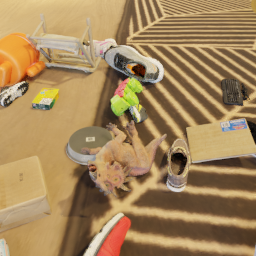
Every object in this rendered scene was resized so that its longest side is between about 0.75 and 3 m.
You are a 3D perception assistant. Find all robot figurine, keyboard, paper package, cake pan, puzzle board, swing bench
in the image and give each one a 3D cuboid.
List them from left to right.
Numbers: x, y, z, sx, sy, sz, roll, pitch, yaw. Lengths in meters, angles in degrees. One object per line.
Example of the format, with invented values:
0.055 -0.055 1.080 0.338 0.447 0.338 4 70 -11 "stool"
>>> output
-4.795 -2.899 11.606 2.108 1.709 2.931 -6 36 20 "robot figurine"
-2.712 1.560 6.856 1.410 0.765 1.479 -15 42 -18 "paper package"
-2.615 -3.391 11.958 2.304 2.316 1.503 9 59 14 "swing bench"
-1.130 0.465 8.587 1.560 0.286 1.560 0 39 0 "cake pan"
2.751 0.372 8.413 1.817 0.158 1.369 -9 45 12 "puzzle board"
4.237 -1.531 10.996 0.978 0.372 1.879 7 40 8 "keyboard"

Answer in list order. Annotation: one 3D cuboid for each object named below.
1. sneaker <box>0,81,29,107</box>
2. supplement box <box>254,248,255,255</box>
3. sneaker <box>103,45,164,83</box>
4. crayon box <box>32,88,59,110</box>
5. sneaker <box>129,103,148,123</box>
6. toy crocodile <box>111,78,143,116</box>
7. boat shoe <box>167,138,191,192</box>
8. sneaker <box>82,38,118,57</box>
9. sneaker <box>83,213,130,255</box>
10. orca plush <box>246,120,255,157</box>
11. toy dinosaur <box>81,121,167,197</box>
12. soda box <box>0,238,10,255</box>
-4.459 -1.395 10.699 0.697 0.512 1.542 17 44 16 "sneaker"
3.823 2.529 5.006 2.655 1.372 1.343 -8 26 -8 "supplement box"
0.058 -2.712 11.642 2.947 1.089 1.168 28 29 30 "sneaker"
-3.055 -1.108 10.528 0.695 0.278 1.095 6 40 8 "crayon box"
0.366 -0.619 9.883 0.493 0.434 1.165 -2 46 -15 "sneaker"
-0.100 -1.207 9.886 0.874 0.800 2.590 -31 21 26 "toy crocodile"
1.433 0.881 7.848 0.677 0.561 1.884 9 40 10 "boat shoe"
-1.256 -3.776 13.411 1.964 0.799 0.866 -22 42 -24 "sneaker"
-0.424 2.965 5.130 1.201 1.089 2.829 22 49 6 "sneaker"
3.892 0.418 8.121 1.383 0.934 2.628 -3 39 -4 "orca plush"
-0.036 0.898 7.471 2.803 1.203 1.899 -4 47 -31 "toy dinosaur"
-2.552 2.802 5.642 0.333 0.358 1.046 -17 42 -19 "soda box"
